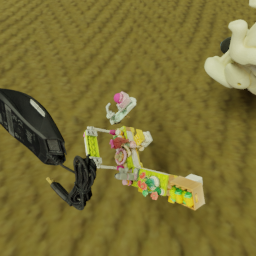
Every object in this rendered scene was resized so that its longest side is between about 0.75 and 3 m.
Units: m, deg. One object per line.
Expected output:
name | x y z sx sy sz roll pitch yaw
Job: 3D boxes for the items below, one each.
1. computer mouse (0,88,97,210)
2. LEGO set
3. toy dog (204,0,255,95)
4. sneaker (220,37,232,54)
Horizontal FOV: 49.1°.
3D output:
computer mouse | -0.819 0.196 2.872 1.440 1.011 0.331 35 52 19
LEGO set | 0.019 0.499 4.659 0.983 1.215 2.641 12 31 -37
toy dog | 3.337 -1.737 6.376 1.845 2.644 2.563 -36 85 -11
sneaker | 3.739 -2.231 8.347 2.191 0.802 0.897 31 25 29
